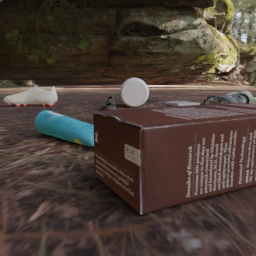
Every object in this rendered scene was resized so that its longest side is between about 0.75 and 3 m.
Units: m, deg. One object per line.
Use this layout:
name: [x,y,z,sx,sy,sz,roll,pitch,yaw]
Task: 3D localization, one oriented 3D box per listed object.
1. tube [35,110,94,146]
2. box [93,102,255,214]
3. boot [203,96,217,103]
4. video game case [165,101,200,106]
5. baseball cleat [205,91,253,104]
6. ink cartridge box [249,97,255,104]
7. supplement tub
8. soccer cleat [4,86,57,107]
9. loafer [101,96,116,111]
tube: [-1.286,0.057,6.788,2.446,0.616,0.947,14,25,37]
box: [1.121,0.238,4.266,2.994,1.122,1.499,-3,11,-26]
boot: [4.525,-1.478,15.389,1.466,0.512,0.965,5,2,-39]
video game case: [2.938,-1.312,15.149,1.392,0.154,1.267,-4,11,-24]
baseball cleat: [3.475,-0.788,9.102,1.589,1.041,2.985,-23,10,3]
ink cartridge box: [4.431,-0.613,9.450,1.069,0.778,0.449,-9,30,-41]
supplement tub: [0.328,-1.866,14.555,1.464,1.464,2.025,0,11,1]
soccer cleat: [-5.096,-1.691,14.688,2.739,1.063,0.949,-1,11,-4]
loafer: [-0.894,-1.122,12.907,0.672,0.588,1.870,0,11,-2]
